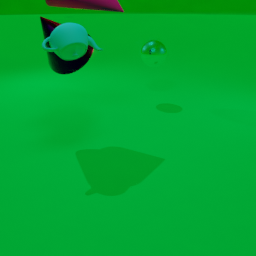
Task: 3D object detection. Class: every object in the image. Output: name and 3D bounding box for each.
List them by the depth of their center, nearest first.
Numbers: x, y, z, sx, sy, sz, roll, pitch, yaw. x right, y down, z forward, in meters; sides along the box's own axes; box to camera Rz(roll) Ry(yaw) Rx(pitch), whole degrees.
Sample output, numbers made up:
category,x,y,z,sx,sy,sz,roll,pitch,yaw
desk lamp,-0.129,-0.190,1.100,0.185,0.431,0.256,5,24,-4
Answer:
category,x,y,z,sx,sy,sz,roll,pitch,yaw
teapot,-1.179,-1.783,5.971,1.339,0.656,0.833,-13,-17,-31
cone,-1.649,-2.130,6.490,1.285,1.285,1.290,12,-16,24
cone,-0.818,-3.263,6.755,1.674,1.668,1.668,30,24,-8
ball,0.942,-2.711,10.216,0.948,0.948,0.948,0,25,0
